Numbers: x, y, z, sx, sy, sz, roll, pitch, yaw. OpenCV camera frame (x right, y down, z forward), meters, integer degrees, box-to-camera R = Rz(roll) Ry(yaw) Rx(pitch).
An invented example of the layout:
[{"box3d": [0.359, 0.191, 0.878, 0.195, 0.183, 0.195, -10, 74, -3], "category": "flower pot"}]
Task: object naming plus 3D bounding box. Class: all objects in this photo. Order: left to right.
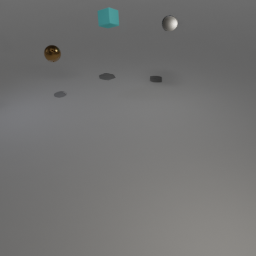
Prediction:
[{"box3d": [-3.195, -3.148, 11.851, 0.700, 0.700, 0.700, 0, 31, 0], "category": "ball"}, {"box3d": [-0.907, -5.076, 12.960, 0.700, 0.700, 0.700, 1, 8, 36], "category": "cube"}, {"box3d": [1.894, -4.773, 12.770, 0.700, 0.700, 0.700, 3, 23, 5], "category": "cylinder"}]
